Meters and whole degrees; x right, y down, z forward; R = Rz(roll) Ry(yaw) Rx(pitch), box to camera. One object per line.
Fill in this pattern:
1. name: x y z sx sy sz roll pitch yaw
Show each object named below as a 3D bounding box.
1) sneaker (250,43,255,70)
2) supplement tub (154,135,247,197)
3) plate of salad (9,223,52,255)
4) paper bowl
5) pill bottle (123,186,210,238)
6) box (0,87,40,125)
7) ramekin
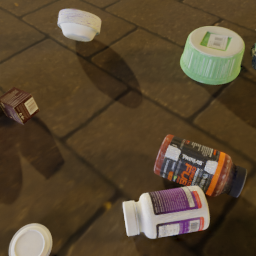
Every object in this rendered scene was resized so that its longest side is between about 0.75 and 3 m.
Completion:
1. sneaker: 5.839 -3.124 12.198 0.718 0.646 1.664 12 52 5
2. supplement tub: 2.106 1.166 8.260 2.483 1.328 1.328 19 53 15
3. plate of salad: -2.535 3.113 7.350 1.153 0.277 1.153 -4 59 6
4. paper bowl: -2.224 -4.601 12.788 1.923 1.923 1.000 8 94 7
5. pill bottle: 0.961 2.258 7.462 2.100 1.170 1.170 -7 51 -5
6. box: -3.943 -0.809 10.078 1.024 0.849 0.841 21 55 29
7. ramekin: 3.574 -3.153 11.797 2.572 1.257 2.572 0 51 0
